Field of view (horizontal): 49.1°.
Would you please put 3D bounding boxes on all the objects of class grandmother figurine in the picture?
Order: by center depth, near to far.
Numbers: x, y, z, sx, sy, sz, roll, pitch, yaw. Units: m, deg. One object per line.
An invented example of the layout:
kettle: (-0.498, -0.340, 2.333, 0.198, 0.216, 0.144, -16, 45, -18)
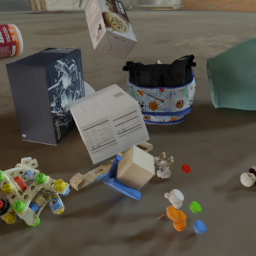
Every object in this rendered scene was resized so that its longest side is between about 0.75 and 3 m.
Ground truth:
grandmother figurine: (2.780, 0.979, 5.788, 1.075, 0.326, 0.652, -8, 19, -20)

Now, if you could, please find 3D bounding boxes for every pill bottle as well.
pill bottle: (-7.312, -4.521, 14.859, 2.955, 1.669, 1.669, -24, 36, -36)

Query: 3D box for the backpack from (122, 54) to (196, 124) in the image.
backpack: (0.922, -1.066, 8.153, 2.316, 1.784, 2.206, -4, 20, 9)

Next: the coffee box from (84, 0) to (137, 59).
coffee box: (-0.650, -3.581, 9.706, 1.244, 0.878, 2.200, 9, 52, -35)

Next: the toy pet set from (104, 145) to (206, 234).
toy pet set: (0.421, 1.176, 5.215, 1.573, 0.895, 1.685, 32, 27, -15)

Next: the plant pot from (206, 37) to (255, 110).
plant pot: (3.740, -1.611, 8.794, 2.275, 2.421, 2.421, -10, 26, 11)

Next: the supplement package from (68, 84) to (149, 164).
supplement package: (-0.526, -0.189, 6.777, 1.389, 0.989, 1.784, -23, 27, -9)

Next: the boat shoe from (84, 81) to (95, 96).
boat shoe: (-2.317, -1.162, 9.287, 2.492, 1.155, 0.930, 17, 38, -41)

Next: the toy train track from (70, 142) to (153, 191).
toy train track: (-0.286, 0.694, 6.267, 2.256, 0.367, 1.294, -25, 36, -38)

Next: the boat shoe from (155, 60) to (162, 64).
boat shoe: (1.343, -2.480, 12.159, 0.625, 0.694, 1.925, 36, 14, -9)

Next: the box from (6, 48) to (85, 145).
box: (-2.029, -0.912, 7.496, 1.076, 2.067, 1.882, 7, 29, 16)

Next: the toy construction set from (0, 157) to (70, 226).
toy construction set: (-1.875, 1.062, 5.057, 1.172, 0.823, 1.787, -41, 35, -19)
